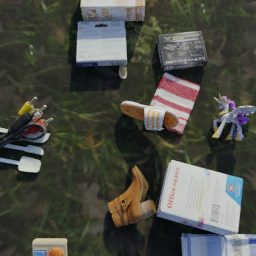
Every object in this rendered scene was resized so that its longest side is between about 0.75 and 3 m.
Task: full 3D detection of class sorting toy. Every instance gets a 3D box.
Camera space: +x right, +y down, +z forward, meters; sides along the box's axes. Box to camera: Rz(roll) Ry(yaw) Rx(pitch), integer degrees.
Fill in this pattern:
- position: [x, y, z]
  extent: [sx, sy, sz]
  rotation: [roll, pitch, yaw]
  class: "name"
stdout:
- position: [-2.118, 4.009, 8.345]
  extent: [1.777, 0.261, 1.313]
  rotation: [-7, 77, 18]
  class: "sorting toy"

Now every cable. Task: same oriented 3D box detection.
- position: [-4.003, 0.272, 9.908]
  extent: [2.947, 0.742, 1.431]
  rotation: [-38, 84, 0]
  class: "cable"

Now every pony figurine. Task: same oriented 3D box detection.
- position: [3.707, -0.361, 9.778]
  extent: [1.512, 1.305, 1.567]
  rotation: [7, 88, 12]
  class: "pony figurine"

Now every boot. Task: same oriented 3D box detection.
- position: [0.021, 2.239, 9.210]
  extent: [1.415, 0.699, 1.822]
  rotation: [-25, 62, 12]
  class: "boot"

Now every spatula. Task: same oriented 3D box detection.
- position: [-3.985, 0.702, 9.870]
  extent: [2.136, 0.172, 1.485]
  rotation: [9, 74, 3]
  class: "spatula"

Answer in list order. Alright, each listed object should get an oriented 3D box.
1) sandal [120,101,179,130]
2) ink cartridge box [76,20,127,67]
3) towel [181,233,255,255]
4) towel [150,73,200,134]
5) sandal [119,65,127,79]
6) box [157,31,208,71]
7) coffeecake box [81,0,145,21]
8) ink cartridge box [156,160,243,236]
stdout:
- position: [0.632, -0.300, 9.597]
  extent: [2.286, 0.876, 0.655]
  rotation: [14, 52, 28]
  class: "sandal"
- position: [-1.024, -3.321, 10.967]
  extent: [1.904, 0.420, 1.939]
  rotation: [-2, 67, 0]
  class: "ink cartridge box"
- position: [2.998, 4.307, 8.680]
  extent: [2.672, 0.318, 1.962]
  rotation: [0, 74, 0]
  class: "towel"
- position: [1.662, -0.954, 10.343]
  extent: [1.493, 0.236, 2.073]
  rotation: [23, 74, 6]
  class: "towel"
- position: [-0.204, -2.312, 10.738]
  extent: [0.304, 0.273, 0.830]
  rotation: [-1, 73, 0]
  class: "sandal"
- position: [2.083, -2.996, 10.869]
  extent: [1.730, 0.418, 1.370]
  rotation: [-7, 73, -2]
  class: "box"
- position: [-0.587, -5.400, 11.350]
  extent: [2.487, 0.909, 1.909]
  rotation: [0, 73, 0]
  class: "coffeecake box"
- position: [2.225, 2.211, 8.888]
  extent: [2.357, 0.998, 1.703]
  rotation: [15, 66, 3]
  class: "ink cartridge box"
